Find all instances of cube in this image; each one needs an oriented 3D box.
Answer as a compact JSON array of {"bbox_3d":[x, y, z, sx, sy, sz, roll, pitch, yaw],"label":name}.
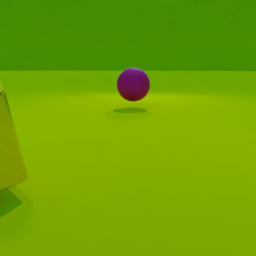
[{"bbox_3d":[-1.958,0.171,3.138,1.089,1.089,1.089,-23,26,-37],"label":"cube"}]

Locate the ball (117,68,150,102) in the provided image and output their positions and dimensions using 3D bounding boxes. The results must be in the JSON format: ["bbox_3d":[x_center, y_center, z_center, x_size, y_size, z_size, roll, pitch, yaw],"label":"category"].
[{"bbox_3d":[0.194,-1.553,10.082,1.204,1.204,1.204,0,13,0],"label":"ball"}]

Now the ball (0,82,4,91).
[{"bbox_3d":[-2.945,-0.618,5.297,1.125,1.125,1.125,0,13,0],"label":"ball"}]
